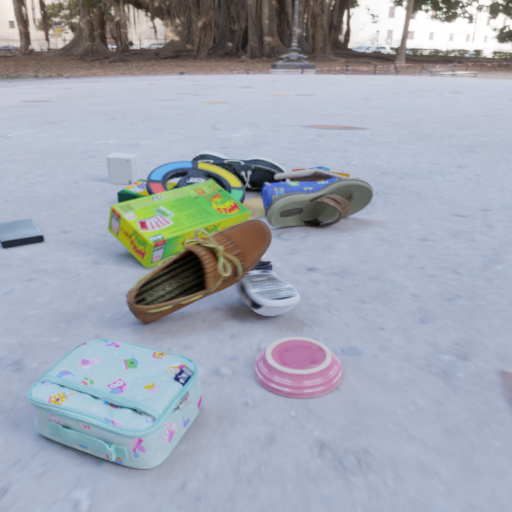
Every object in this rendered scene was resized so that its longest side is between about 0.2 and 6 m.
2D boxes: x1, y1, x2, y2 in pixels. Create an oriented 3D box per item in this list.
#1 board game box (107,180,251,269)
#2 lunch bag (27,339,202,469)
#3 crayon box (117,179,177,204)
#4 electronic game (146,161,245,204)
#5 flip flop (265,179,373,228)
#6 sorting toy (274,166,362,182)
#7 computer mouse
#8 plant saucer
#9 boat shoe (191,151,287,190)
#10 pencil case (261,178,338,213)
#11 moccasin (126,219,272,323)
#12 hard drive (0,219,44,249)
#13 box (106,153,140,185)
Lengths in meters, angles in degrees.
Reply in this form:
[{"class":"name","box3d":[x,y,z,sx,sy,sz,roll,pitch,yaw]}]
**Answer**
[{"class":"board game box","box3d":[-1.504,-0.719,11.337,2.605,0.620,1.323,-23,53,-42]},{"class":"lunch bag","box3d":[-1.547,1.608,6.307,1.755,0.676,1.407,9,24,20]},{"class":"crayon box","box3d":[-2.713,-1.585,14.238,1.126,0.381,1.306,6,24,13]},{"class":"electronic game","box3d":[-1.449,-1.650,13.560,2.404,0.500,2.404,9,37,-6]},{"class":"flip flop","box3d":[1.464,-1.024,12.297,2.566,1.041,0.739,-11,42,-22]},{"class":"sorting toy","box3d":[1.363,-2.045,14.470,1.705,0.340,2.307,4,1,-33]},{"class":"computer mouse","box3d":[0.006,0.533,9.142,1.154,0.462,2.105,-5,21,-20]},{"class":"plant saucer","box3d":[0.547,1.399,7.306,1.146,0.291,1.146,0,22,0]},{"class":"boat shoe","box3d":[-0.501,-2.116,14.837,2.623,0.992,0.791,7,35,12]},{"class":"pencil case","box3d":[1.097,-1.420,13.312,2.015,0.786,0.875,-6,31,-15]},{"class":"moccasin","box3d":[-0.829,0.139,8.490,2.468,0.903,0.953,-24,-8,-16]},{"class":"hard drive","box3d":[-5.037,-0.487,11.889,0.816,0.192,1.170,-13,26,-27]},{"class":"box","box3d":[-3.733,-2.451,15.782,0.785,0.781,0.513,5,23,12]}]
